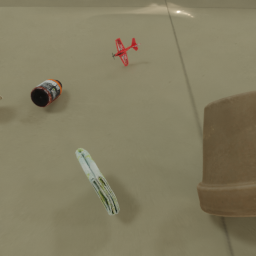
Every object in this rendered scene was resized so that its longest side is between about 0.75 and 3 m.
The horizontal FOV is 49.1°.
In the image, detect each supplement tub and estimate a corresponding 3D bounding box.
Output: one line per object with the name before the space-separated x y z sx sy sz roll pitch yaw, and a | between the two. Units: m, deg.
supplement tub | -2.458 -1.126 8.656 0.646 0.646 1.207 7 26 8

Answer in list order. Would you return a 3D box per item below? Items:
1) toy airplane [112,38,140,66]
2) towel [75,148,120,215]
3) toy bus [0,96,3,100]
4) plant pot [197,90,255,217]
toy airplane | -0.067 -2.866 10.188 1.161 1.161 0.213 -14 40 -15
towel | -0.609 1.058 5.672 0.300 1.067 1.246 -29 30 -12
toy bus | -4.183 -0.949 7.912 1.280 1.208 0.661 4 66 -20
plant pot | 2.325 0.386 5.286 2.282 2.282 1.990 -9 84 -10
